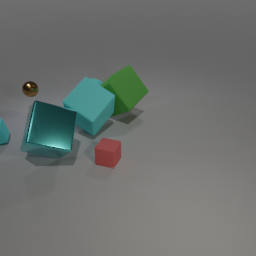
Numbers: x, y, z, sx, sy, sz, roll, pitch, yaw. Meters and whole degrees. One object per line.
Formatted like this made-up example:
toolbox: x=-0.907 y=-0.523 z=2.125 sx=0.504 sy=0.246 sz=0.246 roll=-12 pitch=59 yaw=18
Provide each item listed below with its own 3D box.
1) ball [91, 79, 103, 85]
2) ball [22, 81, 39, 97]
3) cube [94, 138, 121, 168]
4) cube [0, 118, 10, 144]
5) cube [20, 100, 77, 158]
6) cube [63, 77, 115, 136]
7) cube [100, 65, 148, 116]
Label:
ball: x=-1.638 y=-1.591 z=13.027 sx=1.400 sy=1.400 sz=1.400 roll=0 pitch=31 yaw=0
ball: x=-4.308 y=-1.713 z=12.361 sx=0.700 sy=0.700 sz=0.700 roll=0 pitch=31 yaw=0
cube: x=-0.673 y=0.847 z=9.585 sx=0.700 sy=0.700 sz=0.700 roll=10 pitch=32 yaw=16
cube: x=-4.997 y=0.177 z=10.585 sx=0.700 sy=0.700 sz=0.700 roll=-17 pitch=36 yaw=-5
cube: x=-2.619 y=0.104 z=9.246 sx=1.400 sy=1.400 sz=1.400 roll=14 pitch=-20 yaw=-24
cube: x=-1.482 y=-0.816 z=10.889 sx=1.400 sy=1.400 sz=1.400 roll=34 pitch=68 yaw=10
cube: x=-0.297 y=-1.546 z=11.858 sx=1.400 sy=1.400 sz=1.400 roll=-48 pitch=18 yaw=-31
